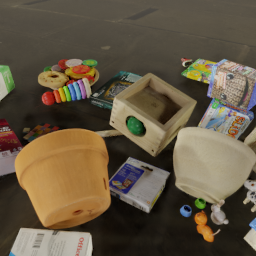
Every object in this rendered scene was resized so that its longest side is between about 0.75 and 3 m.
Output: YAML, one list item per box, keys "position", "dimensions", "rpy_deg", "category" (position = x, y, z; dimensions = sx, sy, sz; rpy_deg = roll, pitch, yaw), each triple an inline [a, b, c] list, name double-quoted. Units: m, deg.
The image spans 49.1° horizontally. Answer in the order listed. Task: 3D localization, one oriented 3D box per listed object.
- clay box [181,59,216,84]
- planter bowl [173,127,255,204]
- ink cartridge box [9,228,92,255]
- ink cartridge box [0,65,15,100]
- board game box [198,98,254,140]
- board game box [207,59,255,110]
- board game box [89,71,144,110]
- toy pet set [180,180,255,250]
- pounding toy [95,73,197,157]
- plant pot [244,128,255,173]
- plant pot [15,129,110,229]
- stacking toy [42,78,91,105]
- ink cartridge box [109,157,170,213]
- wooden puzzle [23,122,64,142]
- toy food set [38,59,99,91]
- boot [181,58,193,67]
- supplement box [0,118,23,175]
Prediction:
- position: [4.258, -2.863, 14.403]
  dimensions: [2.681, 0.638, 1.540]
  rpy_deg: [23, 40, 24]
  category: "clay box"
- position: [2.287, 1.215, 8.107]
  dimensions: [2.321, 2.321, 1.562]
  rpy_deg: [18, 71, 22]
  category: "planter bowl"
- position: [-1.825, 3.162, 6.578]
  dimensions: [1.777, 0.749, 1.297]
  rpy_deg: [3, 38, 4]
  category: "ink cartridge box"
- position: [-6.847, -1.726, 12.514]
  dimensions: [2.099, 1.209, 2.875]
  rpy_deg: [7, 38, 9]
  category: "ink cartridge box"
- position: [2.989, 0.074, 9.194]
  dimensions: [1.313, 1.939, 0.334]
  rpy_deg: [21, 37, 2]
  category: "board game box"
- position: [4.748, -1.907, 12.441]
  dimensions: [0.966, 1.590, 1.994]
  rpy_deg: [-31, 47, -34]
  category: "board game box"
- position: [-0.172, -1.758, 13.214]
  dimensions: [2.009, 0.418, 2.970]
  rpy_deg: [19, 41, 21]
  category: "board game box"
- position: [3.060, 2.111, 7.176]
  dimensions: [2.402, 1.276, 2.243]
  rpy_deg: [-14, 45, -36]
  category: "toy pet set"
- position: [0.521, -0.327, 10.492]
  dimensions: [2.582, 1.994, 2.805]
  rpy_deg: [36, 51, 18]
  category: "pounding toy"
- position: [5.028, 0.338, 8.338]
  dimensions: [2.843, 2.602, 2.843]
  rpy_deg: [9, 55, -13]
  category: "plant pot"
- position: [-1.578, 1.492, 7.546]
  dimensions: [2.559, 2.559, 1.792]
  rpy_deg: [-14, 55, -17]
  category: "plant pot"
- position: [-2.805, -1.576, 12.691]
  dimensions: [2.165, 0.924, 0.924]
  rpy_deg: [-16, 40, -13]
  category: "stacking toy"
- position: [0.323, 1.714, 8.803]
  dimensions: [1.538, 0.366, 1.556]
  rpy_deg: [19, 38, 25]
  category: "ink cartridge box"
- position: [-3.226, 0.258, 10.843]
  dimensions: [1.867, 0.131, 1.107]
  rpy_deg: [16, 41, 20]
  category: "wooden puzzle"
- position: [-2.927, -2.740, 14.243]
  dimensions: [2.900, 0.705, 2.870]
  rpy_deg: [2, 38, 3]
  category: "toy food set"
- position: [3.192, -3.757, 15.901]
  dimensions: [0.635, 0.318, 0.880]
  rpy_deg: [28, 38, 32]
  category: "boot"
- position: [-4.550, 0.611, 9.711]
  dimensions: [1.310, 0.733, 2.406]
  rpy_deg: [-13, 37, -36]
  category: "supplement box"
